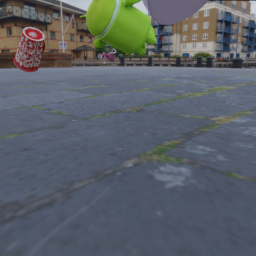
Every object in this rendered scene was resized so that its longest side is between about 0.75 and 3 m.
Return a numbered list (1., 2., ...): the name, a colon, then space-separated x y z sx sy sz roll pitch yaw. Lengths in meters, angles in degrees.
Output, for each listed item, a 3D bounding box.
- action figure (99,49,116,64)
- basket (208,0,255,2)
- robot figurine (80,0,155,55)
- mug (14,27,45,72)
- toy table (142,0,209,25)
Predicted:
1. action figure: -0.885 -3.080 11.956 0.787 0.586 0.527 1 41 -41
2. basket: 2.083 -2.676 4.346 1.840 1.659 1.251 -2 22 -32
3. robot figurine: -0.280 -3.523 9.570 2.573 1.489 2.258 20 -40 -28
4. mug: -2.687 -2.240 7.752 0.702 1.052 0.934 17 46 -18
5. toy table: 0.490 -2.236 3.351 1.815 1.156 1.974 -28 -7 -7
